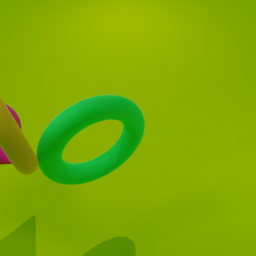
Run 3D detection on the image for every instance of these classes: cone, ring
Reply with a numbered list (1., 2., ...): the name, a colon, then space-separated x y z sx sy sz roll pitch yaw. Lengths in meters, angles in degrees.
1. cone: -2.362 0.348 5.108 1.391 1.391 1.396 -38 42 -24
2. ring: -0.585 0.264 4.871 1.989 1.989 0.398 -24 54 -17
3. ring: -1.759 -0.007 3.975 0.307 1.534 1.534 -32 60 -20
